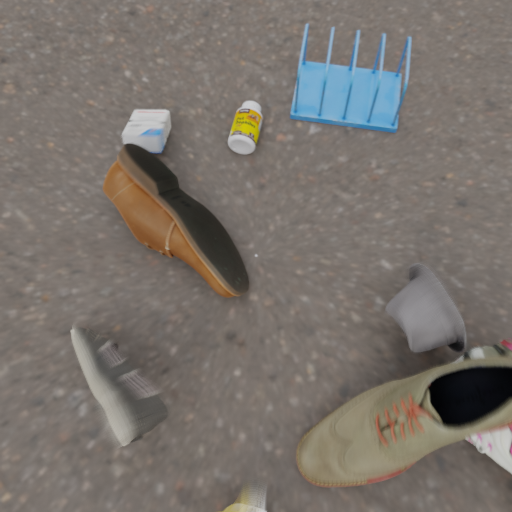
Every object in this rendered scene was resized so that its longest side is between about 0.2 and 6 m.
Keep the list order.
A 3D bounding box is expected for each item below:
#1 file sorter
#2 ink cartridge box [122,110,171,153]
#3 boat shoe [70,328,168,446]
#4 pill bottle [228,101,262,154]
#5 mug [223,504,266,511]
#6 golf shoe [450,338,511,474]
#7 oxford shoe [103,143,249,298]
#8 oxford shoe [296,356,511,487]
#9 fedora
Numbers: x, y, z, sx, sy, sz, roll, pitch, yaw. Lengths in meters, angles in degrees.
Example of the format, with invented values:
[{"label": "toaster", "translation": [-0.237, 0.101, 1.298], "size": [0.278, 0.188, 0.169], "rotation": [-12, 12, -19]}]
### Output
[{"label": "file sorter", "translation": [1.895, -3.597, 11.206], "size": [2.176, 1.335, 1.510], "rotation": [9, 65, 4]}, {"label": "ink cartridge box", "translation": [-2.117, -2.443, 10.944], "size": [0.727, 0.420, 0.996], "rotation": [3, 41, 5]}, {"label": "boat shoe", "translation": [-2.112, 1.825, 8.435], "size": [0.727, 0.852, 2.550], "rotation": [-21, 35, -24]}, {"label": "pill bottle", "translation": [-0.193, -2.564, 11.126], "size": [0.552, 0.552, 1.010], "rotation": [11, 64, 5]}, {"label": "mug", "translation": [-0.254, 3.752, 7.778], "size": [0.964, 0.791, 0.772], "rotation": [45, 70, -4]}, {"label": "golf shoe", "translation": [3.832, 2.765, 8.341], "size": [1.334, 1.052, 2.898], "rotation": [-21, 60, 13]}, {"label": "oxford shoe", "translation": [-1.438, -0.414, 9.922], "size": [3.344, 1.193, 1.192], "rotation": [48, 113, 11]}, {"label": "oxford shoe", "translation": [2.102, 2.237, 7.908], "size": [3.631, 1.358, 1.279], "rotation": [-28, 60, 10]}, {"label": "fedora", "translation": [2.548, 0.954, 8.730], "size": [0.772, 1.711, 1.513], "rotation": [-29, 75, 3]}]
